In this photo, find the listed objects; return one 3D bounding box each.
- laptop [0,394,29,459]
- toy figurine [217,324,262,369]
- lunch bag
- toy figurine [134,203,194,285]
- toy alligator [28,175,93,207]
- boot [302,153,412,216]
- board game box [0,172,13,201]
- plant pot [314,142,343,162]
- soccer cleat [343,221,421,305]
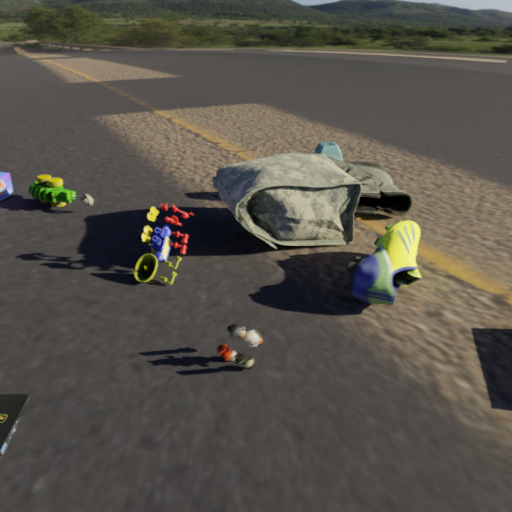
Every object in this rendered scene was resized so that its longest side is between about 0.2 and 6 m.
[{"bbox_3d":[-4.451,1.864,5.151,3.249,1.893,3.666,0,26,-1],"label":"laptop"},{"bbox_3d":[-0.211,1.271,7.869,0.542,0.377,0.533,13,70,39],"label":"toy figurine"},{"bbox_3d":[0.523,-1.209,11.830,2.690,1.581,2.206,-2,26,-15],"label":"lunch bag"},{"bbox_3d":[-1.734,-0.075,10.668,0.843,0.957,1.598,11,70,-1],"label":"toy figurine"},{"bbox_3d":[-4.830,-1.466,13.398,2.177,0.646,0.591,18,31,32],"label":"toy alligator"},{"bbox_3d":[1.923,-1.647,13.272,3.198,1.083,2.089,0,25,-5],"label":"boot"},{"bbox_3d":[-7.619,-1.624,13.727,2.555,0.572,1.718,8,29,16],"label":"board game box"},{"bbox_3d":[2.040,-2.810,15.994,0.785,0.800,0.783,-4,27,-7],"label":"plant pot"},{"bbox_3d":[2.500,0.144,9.985,1.083,0.837,2.589,22,35,26],"label":"soccer cleat"}]
